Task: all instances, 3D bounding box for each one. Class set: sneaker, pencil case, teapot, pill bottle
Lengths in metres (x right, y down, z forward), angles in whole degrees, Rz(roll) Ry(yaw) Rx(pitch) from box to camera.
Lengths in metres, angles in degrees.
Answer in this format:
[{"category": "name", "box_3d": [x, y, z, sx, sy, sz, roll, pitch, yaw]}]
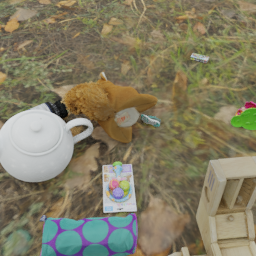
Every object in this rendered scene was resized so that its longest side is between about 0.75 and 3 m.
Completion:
[{"category": "sneaker", "box_3d": [0.919, -0.339, 11.004, 0.850, 0.330, 0.388, 28, 43, 15]}, {"category": "pencil case", "box_3d": [-0.993, 2.801, 7.332, 2.504, 1.066, 1.157, -1, 21, -3]}, {"category": "teapot", "box_3d": [-2.800, 0.352, 8.767, 2.537, 1.877, 2.570, 31, 55, 0]}, {"category": "pill bottle", "box_3d": [-3.184, -0.417, 10.591, 1.698, 0.950, 0.950, -27, 51, -25]}]

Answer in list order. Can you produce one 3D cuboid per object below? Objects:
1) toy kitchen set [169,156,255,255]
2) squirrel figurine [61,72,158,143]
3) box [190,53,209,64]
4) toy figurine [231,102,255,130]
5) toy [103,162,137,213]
[{"category": "toy kitchen set", "box_3d": [2.038, 2.672, 6.347, 2.384, 2.636, 2.922, -5, 41, -3]}, {"category": "squirrel figurine", "box_3d": [-0.873, -1.086, 10.093, 2.797, 1.979, 2.611, 11, 28, -35]}, {"category": "box", "box_3d": [3.636, -3.550, 14.240, 0.849, 0.147, 0.467, 20, 49, 18]}, {"category": "toy figurine", "box_3d": [4.684, -0.577, 11.033, 1.247, 0.936, 1.148, -11, 26, 24]}, {"category": "toy", "box_3d": [-0.291, 1.763, 8.794, 0.993, 0.407, 1.725, -1, 43, -5]}]
